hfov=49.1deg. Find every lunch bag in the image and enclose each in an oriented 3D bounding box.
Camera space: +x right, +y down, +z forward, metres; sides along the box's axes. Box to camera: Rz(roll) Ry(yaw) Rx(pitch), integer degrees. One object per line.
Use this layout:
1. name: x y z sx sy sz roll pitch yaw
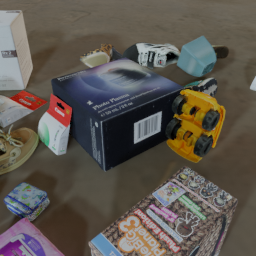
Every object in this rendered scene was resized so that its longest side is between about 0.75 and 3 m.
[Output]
1. lunch bag: -2.307 1.666 6.371 0.882 0.364 0.709 20 44 26

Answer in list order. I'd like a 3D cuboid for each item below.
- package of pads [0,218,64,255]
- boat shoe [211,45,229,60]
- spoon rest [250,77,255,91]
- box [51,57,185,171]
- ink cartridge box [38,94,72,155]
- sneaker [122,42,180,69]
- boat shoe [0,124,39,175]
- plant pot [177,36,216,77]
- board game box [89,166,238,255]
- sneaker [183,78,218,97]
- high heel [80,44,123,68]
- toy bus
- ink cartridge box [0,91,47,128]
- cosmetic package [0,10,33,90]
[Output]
1. package of pads: -1.780 2.465 5.093 1.559 0.590 0.939 27 45 32
2. boat shoe: 3.484 -3.509 13.076 2.276 0.815 0.867 0 22 -13
3. spoon rest: 5.798 -2.401 11.397 1.411 0.861 2.841 23 44 28
4. box: -0.352 -0.637 8.322 2.804 1.728 2.782 -24 42 -29
5. ink cartridge box: -2.082 -0.110 7.875 0.351 1.399 1.126 -14 36 -43
6. sneaker: 1.118 -3.140 12.250 2.690 0.997 1.191 -11 36 -13
7. boat shoe: -3.511 0.707 7.196 1.035 0.885 2.824 21 41 25
8. plant pot: 2.850 -2.746 11.222 1.135 1.132 1.156 -30 66 -19
9. board game box: 0.608 2.037 4.678 2.216 1.766 1.073 -30 46 -33
10. sneaker: 2.223 -1.160 9.957 2.302 0.892 0.917 -24 22 -34
11. high heel: -1.420 -3.266 12.397 2.522 0.901 1.798 -12 42 -42
12. toy bus: 2.107 -0.214 7.763 1.749 1.822 1.236 -21 42 -38
13. ink cartridge box: -3.987 -0.857 9.670 1.480 0.437 1.849 24 44 29
14. cosmetic package: -5.052 -2.997 10.796 2.057 2.495 2.058 -4 37 -5
